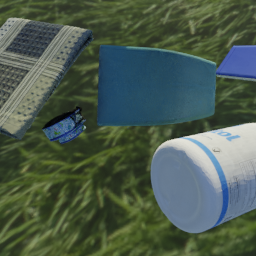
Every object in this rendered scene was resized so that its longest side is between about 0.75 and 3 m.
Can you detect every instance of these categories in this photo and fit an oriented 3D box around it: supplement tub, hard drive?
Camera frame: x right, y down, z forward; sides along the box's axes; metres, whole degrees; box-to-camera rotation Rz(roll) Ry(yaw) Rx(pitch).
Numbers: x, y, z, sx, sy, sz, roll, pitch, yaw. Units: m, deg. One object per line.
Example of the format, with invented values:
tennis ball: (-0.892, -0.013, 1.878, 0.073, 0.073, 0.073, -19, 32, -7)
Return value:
supplement tub: (1.469, 0.662, 4.250, 1.978, 1.305, 1.305, -10, 69, -30)
hard drive: (2.912, -1.599, 6.826, 0.179, 1.409, 0.930, 37, 85, -31)

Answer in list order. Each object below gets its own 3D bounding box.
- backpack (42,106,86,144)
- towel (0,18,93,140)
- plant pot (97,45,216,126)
backpack: (-1.363, -0.004, 6.064, 0.805, 0.736, 0.591, -41, 108, -48)
towel: (-2.511, -1.249, 6.291, 2.835, 0.508, 2.944, 18, 67, 27)
plant pot: (0.686, -0.832, 6.227, 2.343, 1.656, 1.655, 2, 90, 11)
